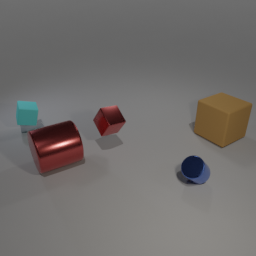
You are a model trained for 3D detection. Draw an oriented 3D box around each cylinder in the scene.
[{"bbox_3d":[2.011,1.244,8.300,0.700,0.700,0.700,-13,61,25],"label":"cylinder"},{"bbox_3d":[-2.325,0.586,8.983,1.400,1.400,1.400,-17,34,-26],"label":"cylinder"}]

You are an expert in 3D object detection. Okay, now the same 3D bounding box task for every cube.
[{"bbox_3d":[-0.624,-0.239,9.331,0.700,0.700,0.700,-13,65,-37],"label":"cube"},{"bbox_3d":[-3.891,-0.567,10.779,0.700,0.700,0.700,2,30,-28],"label":"cube"},{"bbox_3d":[3.529,-0.352,10.517,1.400,1.400,1.400,-19,34,-31],"label":"cube"}]
